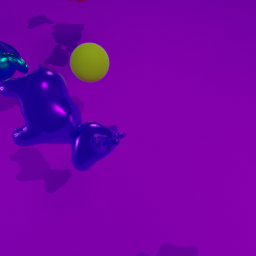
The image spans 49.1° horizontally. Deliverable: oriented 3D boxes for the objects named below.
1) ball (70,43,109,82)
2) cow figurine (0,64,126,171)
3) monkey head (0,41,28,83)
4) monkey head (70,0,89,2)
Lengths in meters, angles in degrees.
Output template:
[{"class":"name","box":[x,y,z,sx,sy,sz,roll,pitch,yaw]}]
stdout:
[{"class":"ball","box":[-0.791,-1.350,5.805,0.795,0.795,0.795,0,53,0]},{"class":"cow figurine","box":[-0.751,-0.133,3.358,1.303,1.325,0.727,-8,14,16]},{"class":"monkey head","box":[-3.132,-1.687,6.232,1.916,1.378,1.155,0,38,-2]},{"class":"monkey head","box":[-1.266,-3.309,6.394,0.898,0.752,1.248,-7,41,-6]}]
